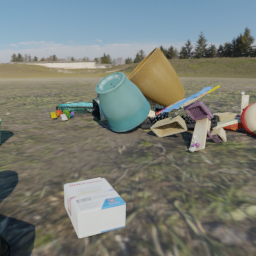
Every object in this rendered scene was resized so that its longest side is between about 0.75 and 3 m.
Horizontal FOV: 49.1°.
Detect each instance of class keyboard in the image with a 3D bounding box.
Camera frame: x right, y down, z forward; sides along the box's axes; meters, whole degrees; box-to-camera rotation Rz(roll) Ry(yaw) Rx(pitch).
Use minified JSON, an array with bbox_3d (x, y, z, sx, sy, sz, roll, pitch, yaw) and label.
[{"bbox_3d":[2.058,-0.312,11.197,2.886,0.370,1.733,0,13,17],"label":"keyboard"}]

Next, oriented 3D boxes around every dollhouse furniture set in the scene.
[{"bbox_3d":[1.761,0.458,8.886,2.050,1.624,1.455,-17,41,42],"label":"dollhouse furniture set"},{"bbox_3d":[4.769,-0.907,12.244,1.742,1.237,1.381,-6,14,-22],"label":"dollhouse furniture set"}]

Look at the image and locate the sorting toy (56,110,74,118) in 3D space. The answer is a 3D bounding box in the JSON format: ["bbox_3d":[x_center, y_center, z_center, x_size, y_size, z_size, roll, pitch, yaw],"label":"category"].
[{"bbox_3d":[-3.035,-0.597,13.126,1.117,0.387,0.385,5,37,30],"label":"sorting toy"}]

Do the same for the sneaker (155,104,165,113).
[{"bbox_3d":[0.911,-1.158,14.557,2.387,0.918,1.058,5,2,-7],"label":"sneaker"}]

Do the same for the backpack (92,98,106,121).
[{"bbox_3d":[-1.109,-0.819,12.488,0.849,0.974,1.108,-6,19,-12],"label":"backpack"}]

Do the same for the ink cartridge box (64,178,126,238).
[{"bbox_3d":[-0.590,1.278,4.691,0.772,0.452,1.068,-6,16,-23],"label":"ink cartridge box"}]

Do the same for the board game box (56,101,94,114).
[{"bbox_3d":[-2.283,-1.120,15.003,2.620,0.369,1.772,2,14,8],"label":"board game box"}]

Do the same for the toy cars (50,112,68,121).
[{"bbox_3d":[-3.111,-0.468,12.591,1.139,0.252,0.511,11,28,27],"label":"toy cars"}]

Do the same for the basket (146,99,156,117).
[{"bbox_3d":[0.622,-1.033,13.336,1.224,0.984,1.213,-1,13,-9],"label":"basket"}]

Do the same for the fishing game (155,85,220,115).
[{"bbox_3d":[1.994,-0.828,9.355,1.911,0.415,2.669,-28,3,-15],"label":"fishing game"}]

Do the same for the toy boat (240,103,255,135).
[{"bbox_3d":[4.813,-0.334,10.433,1.792,1.170,1.171,-8,-5,-31],"label":"toy boat"}]

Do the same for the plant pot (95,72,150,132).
[{"bbox_3d":[-0.299,-1.017,9.965,1.709,1.606,1.709,-21,37,17],"label":"plant pot"}]

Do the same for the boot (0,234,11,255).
[{"bbox_3d":[-2.160,1.247,3.321,2.392,1.087,2.847,3,20,28],"label":"boot"}]

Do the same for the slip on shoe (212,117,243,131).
[{"bbox_3d":[3.909,-0.079,10.527,1.492,0.457,0.553,-11,11,11],"label":"slip on shoe"}]

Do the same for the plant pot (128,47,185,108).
[{"bbox_3d":[1.336,-1.955,12.090,2.243,2.091,2.091,41,8,-11],"label":"plant pot"}]
